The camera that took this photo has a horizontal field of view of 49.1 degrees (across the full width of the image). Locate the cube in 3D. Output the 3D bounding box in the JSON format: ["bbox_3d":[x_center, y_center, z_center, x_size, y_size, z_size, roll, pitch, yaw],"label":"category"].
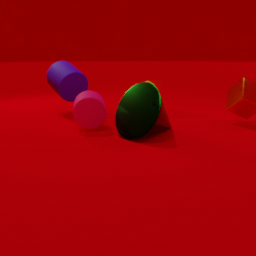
[{"bbox_3d":[3.728,-0.919,8.884,0.837,0.837,0.837,22,-29,-11],"label":"cube"}]

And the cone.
[{"bbox_3d":[0.761,-0.233,7.837,1.600,1.594,1.594,23,-4,-42],"label":"cone"}]

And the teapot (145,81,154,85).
[{"bbox_3d":[0.652,-1.244,10.706,0.835,1.061,1.706,-11,-8,21],"label":"teapot"}]

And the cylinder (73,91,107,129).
[{"bbox_3d":[-1.131,-0.550,8.244,0.941,0.941,0.941,-2,20,-8],"label":"cylinder"}]

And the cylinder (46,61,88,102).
[{"bbox_3d":[-2.238,-1.727,10.338,1.163,1.163,1.163,-11,38,-36],"label":"cylinder"}]
